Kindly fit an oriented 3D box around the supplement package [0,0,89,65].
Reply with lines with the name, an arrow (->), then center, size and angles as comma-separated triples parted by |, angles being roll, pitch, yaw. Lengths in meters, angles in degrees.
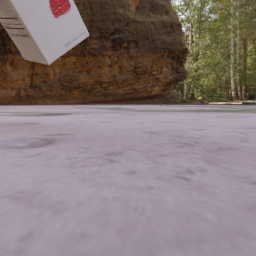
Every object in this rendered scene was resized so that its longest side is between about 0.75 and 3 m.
supplement package -> -2.349, -3.040, 6.893 | 1.468, 2.451, 1.486 | 22, 58, 44
